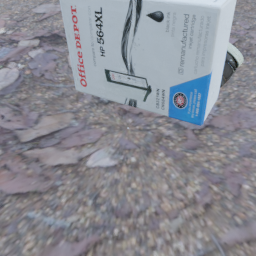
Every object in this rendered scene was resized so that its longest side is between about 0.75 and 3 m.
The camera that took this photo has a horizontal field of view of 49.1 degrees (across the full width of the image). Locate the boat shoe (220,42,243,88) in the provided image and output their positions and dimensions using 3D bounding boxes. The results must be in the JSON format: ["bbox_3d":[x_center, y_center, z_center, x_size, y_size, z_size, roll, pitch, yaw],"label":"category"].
[{"bbox_3d":[0.951,-1.552,4.935,2.162,0.771,0.651,37,90,6],"label":"boat shoe"}]

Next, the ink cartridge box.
[{"bbox_3d":[0.214,-1.070,3.773,2.044,1.492,0.862,16,42,24],"label":"ink cartridge box"}]
